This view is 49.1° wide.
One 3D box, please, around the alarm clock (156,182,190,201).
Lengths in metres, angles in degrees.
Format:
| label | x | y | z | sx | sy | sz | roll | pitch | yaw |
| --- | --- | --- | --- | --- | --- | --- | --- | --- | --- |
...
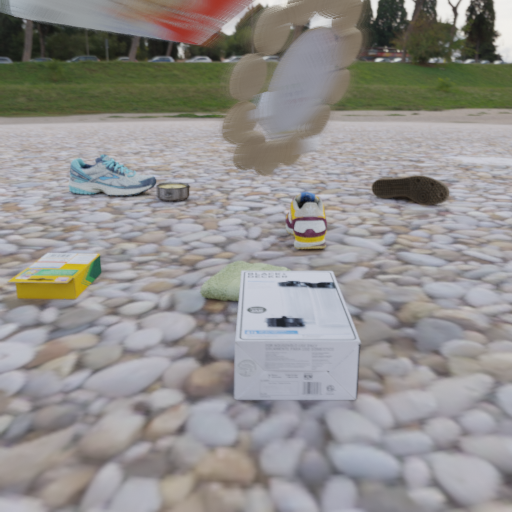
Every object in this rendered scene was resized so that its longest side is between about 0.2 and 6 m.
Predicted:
| label | x | y | z | sx | sy | sz | roll | pitch | yaw |
| --- | --- | --- | --- | --- | --- | --- | --- | --- | --- |
| alarm clock | -2.168 | -1.613 | 14.355 | 0.855 | 0.422 | 1.267 | 3 | 15 | 7 |

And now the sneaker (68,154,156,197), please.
| label | x | y | z | sx | sy | sz | roll | pitch | yaw |
| --- | --- | --- | --- | --- | --- | --- | --- | --- | --- |
| sneaker | -3.924 | -2.184 | 15.124 | 2.447 | 1.056 | 0.950 | 1 | 17 | 5 |

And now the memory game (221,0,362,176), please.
| label | x | y | z | sx | sy | sz | roll | pitch | yaw |
| --- | --- | --- | --- | --- | --- | --- | --- | --- | --- |
| memory game | 0.692 | -2.999 | 9.620 | 0.232 | 3.638 | 3.638 | 36 | 32 | 24 |

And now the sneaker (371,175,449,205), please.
| label | x | y | z | sx | sy | sz | roll | pitch | yaw |
| --- | --- | --- | --- | --- | --- | --- | --- | --- | --- |
| sneaker | 4.016 | -1.760 | 14.334 | 2.035 | 0.717 | 0.769 | 13 | 20 | 36 |

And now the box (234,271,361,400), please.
| label | x | y | z | sx | sy | sz | roll | pitch | yaw |
| --- | --- | --- | --- | --- | --- | --- | --- | --- | --- |
| box | 0.372 | 0.768 | 6.138 | 1.207 | 0.622 | 2.069 | 0 | 17 | 1 |

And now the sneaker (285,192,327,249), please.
| label | x | y | z | sx | sy | sz | roll | pitch | yaw |
| --- | --- | --- | --- | --- | --- | --- | --- | --- | --- |
| sneaker | 0.989 | -0.807 | 10.772 | 0.788 | 0.947 | 2.102 | -1 | 17 | -5 |

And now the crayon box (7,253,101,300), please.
| label | x | y | z | sx | sy | sz | roll | pitch | yaw |
| --- | --- | --- | --- | --- | --- | --- | --- | --- | --- |
| crayon box | -2.878 | 0.311 | 8.124 | 0.851 | 0.349 | 1.354 | 1 | 16 | 3 |

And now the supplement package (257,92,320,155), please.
| label | x | y | z | sx | sy | sz | roll | pitch | yaw |
| --- | --- | --- | --- | --- | --- | --- | --- | --- | --- |
| supplement package | 0.751 | -3.009 | 12.600 | 0.834 | 1.392 | 0.844 | -9 | 54 | 35 |

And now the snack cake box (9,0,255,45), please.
| label | x | y | z | sx | sy | sz | roll | pitch | yaw |
| --- | --- | --- | --- | --- | --- | --- | --- | --- | --- |
| snack cake box | -1.343 | -3.210 | 6.304 | 2.489 | 0.836 | 1.431 | -8 | -5 | -39 |

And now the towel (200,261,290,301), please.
| label | x | y | z | sx | sy | sz | roll | pitch | yaw |
| --- | --- | --- | --- | --- | --- | --- | --- | --- | --- |
| towel | -0.133 | 0.354 | 8.150 | 1.033 | 0.254 | 1.393 | 5 | 18 | 20 |
